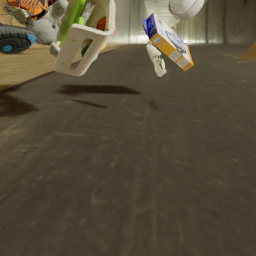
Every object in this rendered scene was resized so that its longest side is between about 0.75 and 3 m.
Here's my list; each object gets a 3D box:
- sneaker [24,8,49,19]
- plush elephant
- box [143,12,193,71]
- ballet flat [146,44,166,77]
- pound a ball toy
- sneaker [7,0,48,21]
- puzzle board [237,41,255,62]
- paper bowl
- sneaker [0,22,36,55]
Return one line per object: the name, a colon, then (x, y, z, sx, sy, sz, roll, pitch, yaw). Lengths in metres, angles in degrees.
sneaker: (-2.807, -3.845, 7.476, 0.755, 1.059, 2.136, -28, 56, -34)
plush elephant: (-2.414, -3.572, 8.807, 2.408, 2.923, 2.263, 33, 29, -32)
box: (1.456, -3.236, 10.336, 2.311, 0.479, 1.376, 32, 39, -35)
ballet flat: (0.892, -2.061, 8.393, 0.374, 1.042, 0.374, -21, 2, 1)
pound a ball toy: (-1.003, -2.623, 6.962, 1.149, 1.764, 2.705, 9, -17, -24)
sneaker: (-2.145, -2.557, 5.952, 0.862, 0.483, 0.335, -2, -3, 3)
puzzle board: (3.793, -2.291, 7.753, 1.308, 0.114, 0.986, -46, 21, -8)
paper bowl: (1.668, -3.769, 8.275, 1.039, 1.039, 0.540, 21, -5, 45)
sneaker: (-2.861, -2.007, 5.730, 1.949, 0.713, 0.798, -13, 67, -45)
